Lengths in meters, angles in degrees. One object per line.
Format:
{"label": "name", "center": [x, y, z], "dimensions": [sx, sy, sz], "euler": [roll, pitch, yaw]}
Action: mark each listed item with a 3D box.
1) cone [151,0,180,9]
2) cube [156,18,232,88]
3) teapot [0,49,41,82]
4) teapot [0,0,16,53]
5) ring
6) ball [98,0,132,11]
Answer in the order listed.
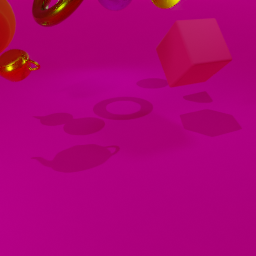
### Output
{"label": "cone", "center": [1.239, -3.704, 7.502], "dimensions": [1.027, 1.027, 1.030], "euler": [16, 24, 29]}
{"label": "cube", "center": [1.492, -1.732, 6.536], "dimensions": [1.103, 1.103, 1.103], "euler": [-12, -13, -23]}
{"label": "teapot", "center": [-2.857, -1.516, 7.040], "dimensions": [1.399, 0.685, 0.870], "euler": [-3, 55, 15]}
{"label": "teapot", "center": [-2.444, -1.619, 4.204], "dimensions": [0.978, 1.998, 1.242], "euler": [53, 14, 26]}
{"label": "ring", "center": [-1.547, -3.167, 6.508], "dimensions": [1.851, 1.851, 0.370], "euler": [29, -3, 43]}
{"label": "ball", "center": [-0.410, -4.308, 8.684], "dimensions": [1.247, 1.247, 1.247], "euler": [0, 27, 0]}
